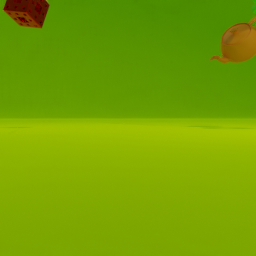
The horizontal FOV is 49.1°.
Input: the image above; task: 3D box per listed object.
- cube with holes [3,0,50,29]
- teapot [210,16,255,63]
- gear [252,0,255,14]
[{"bbox_3d":[-2.743,-3.277,7.616,0.746,0.746,0.746,12,-9,17],"label":"cube with holes"},{"bbox_3d":[3.428,-2.682,8.765,1.004,2.051,1.275,40,8,-39],"label":"teapot"},{"bbox_3d":[3.887,-2.865,7.236,1.632,1.632,0.302,-1,-17,-31],"label":"gear"}]
